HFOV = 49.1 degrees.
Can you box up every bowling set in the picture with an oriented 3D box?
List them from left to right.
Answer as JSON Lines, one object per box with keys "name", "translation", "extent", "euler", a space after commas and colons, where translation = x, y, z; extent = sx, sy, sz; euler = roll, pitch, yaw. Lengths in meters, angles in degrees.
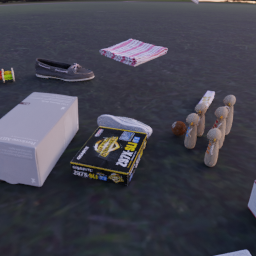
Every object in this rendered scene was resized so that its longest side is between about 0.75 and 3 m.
{"name": "bowling set", "translation": [2.060, -0.131, 8.090], "extent": [1.691, 1.304, 2.430], "euler": [13, 32, 21]}

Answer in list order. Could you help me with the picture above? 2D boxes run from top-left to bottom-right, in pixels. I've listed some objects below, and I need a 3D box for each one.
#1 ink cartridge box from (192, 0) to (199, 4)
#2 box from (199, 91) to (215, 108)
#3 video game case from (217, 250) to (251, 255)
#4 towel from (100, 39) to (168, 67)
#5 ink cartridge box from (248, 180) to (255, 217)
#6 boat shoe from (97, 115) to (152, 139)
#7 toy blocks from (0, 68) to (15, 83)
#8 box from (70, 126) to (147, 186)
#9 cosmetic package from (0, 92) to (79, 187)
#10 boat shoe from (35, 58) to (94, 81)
{"name": "ink cartridge box", "translation": [1.984, -4.993, 9.646], "extent": [1.255, 1.102, 0.526], "euler": [10, 4, -40]}
{"name": "box", "translation": [2.975, -1.020, 10.663], "extent": [0.310, 0.289, 1.496], "euler": [15, 33, 24]}
{"name": "video game case", "translation": [1.499, 2.785, 4.106], "extent": [1.712, 0.216, 1.879], "euler": [-6, 31, -11]}
{"name": "towel", "translation": [0.191, -3.237, 11.633], "extent": [1.784, 0.365, 2.438], "euler": [-29, 40, -29]}
{"name": "ink cartridge box", "translation": [3.652, 1.636, 5.507], "extent": [1.912, 0.800, 1.379], "euler": [-5, 30, -8]}
{"name": "boat shoe", "translation": [-0.096, -0.059, 8.686], "extent": [1.758, 0.633, 0.578], "euler": [12, 22, 24]}
{"name": "toy blocks", "translation": [-5.929, -2.378, 12.871], "extent": [1.276, 0.463, 1.064], "euler": [-11, 31, -19]}
{"name": "box", "translation": [-0.430, 0.670, 7.552], "extent": [1.525, 0.471, 1.910], "euler": [10, 31, 14]}
{"name": "cosmetic package", "translation": [-2.515, 0.154, 7.661], "extent": [1.548, 1.307, 2.898], "euler": [7, 28, 5]}
{"name": "boat shoe", "translation": [-3.047, -2.776, 13.184], "extent": [2.917, 0.831, 0.975], "euler": [6, 30, 10]}
